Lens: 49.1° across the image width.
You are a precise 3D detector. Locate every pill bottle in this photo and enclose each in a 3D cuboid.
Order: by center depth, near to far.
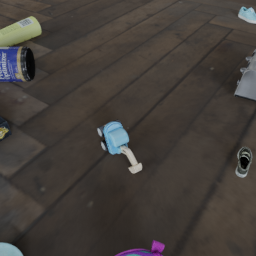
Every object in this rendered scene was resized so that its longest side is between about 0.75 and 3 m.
[{"bbox_3d":[-3.841,-1.903,8.416,1.849,1.034,1.034,-2,42,-2],"label":"pill bottle"}]

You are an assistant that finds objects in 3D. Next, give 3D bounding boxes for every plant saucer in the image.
[{"bbox_3d":[-2.134,2.365,4.325,1.133,0.218,1.133,0,41,0],"label":"plant saucer"}]

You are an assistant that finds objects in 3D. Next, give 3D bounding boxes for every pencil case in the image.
[{"bbox_3d":[0.317,2.628,3.370,0.942,1.022,2.213,30,24,-33],"label":"pencil case"}]

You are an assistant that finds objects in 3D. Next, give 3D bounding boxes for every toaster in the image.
[{"bbox_3d":[4.036,-1.372,7.842,1.725,1.024,1.560,21,47,21],"label":"toaster"}]

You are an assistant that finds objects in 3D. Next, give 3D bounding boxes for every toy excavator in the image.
[{"bbox_3d":[-0.151,0.401,6.179,0.541,1.053,1.083,-22,18,-23],"label":"toy excavator"}]

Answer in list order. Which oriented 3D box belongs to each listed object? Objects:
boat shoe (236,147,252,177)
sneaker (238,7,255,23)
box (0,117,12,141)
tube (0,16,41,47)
[{"bbox_3d":[2.568,0.684,6.130,0.306,0.276,0.866,15,44,16],"label":"boat shoe"},{"bbox_3d":[5.315,-4.906,12.124,0.451,0.500,1.220,-26,48,-25],"label":"sneaker"},{"bbox_3d":[-4.145,-0.020,6.744,2.097,0.482,1.667,30,50,29],"label":"box"},{"bbox_3d":[-4.559,-3.241,10.230,2.845,0.825,0.739,-38,91,-30],"label":"tube"}]
